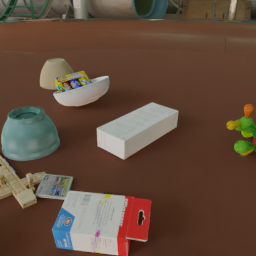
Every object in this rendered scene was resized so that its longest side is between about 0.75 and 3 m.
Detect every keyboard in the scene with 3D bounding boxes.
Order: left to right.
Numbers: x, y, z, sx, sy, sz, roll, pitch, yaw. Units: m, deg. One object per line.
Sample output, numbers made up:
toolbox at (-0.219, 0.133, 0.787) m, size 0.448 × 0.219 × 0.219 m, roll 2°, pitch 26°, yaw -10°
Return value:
keyboard at (-0.218, 1.848, 6.592) m, size 1.153 × 0.148 × 0.693 m, roll 13°, pitch 30°, yaw 26°

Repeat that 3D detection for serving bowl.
serving bowl at (-1.905, -1.493, 12.089) m, size 2.464 × 0.811 × 2.464 m, roll -15°, pitch 15°, yaw 4°

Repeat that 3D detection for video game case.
video game case at (-1.881, 1.505, 7.222) m, size 0.767 × 0.093 × 0.842 m, roll 7°, pitch 27°, yaw -2°

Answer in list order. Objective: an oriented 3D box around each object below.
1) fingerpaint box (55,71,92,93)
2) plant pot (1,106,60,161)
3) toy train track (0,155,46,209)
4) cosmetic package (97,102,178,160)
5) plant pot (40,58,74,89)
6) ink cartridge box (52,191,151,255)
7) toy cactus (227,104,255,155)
fingerpaint box at (-2.346, -1.864, 12.433) m, size 1.385 × 0.508 × 1.155 m, roll -20°, pitch 59°, yaw -25°
plant pot at (-3.162, 0.041, 8.960) m, size 1.819 × 1.219 × 1.819 m, roll 1°, pitch 27°, yaw 0°
toy train track at (-3.293, 1.145, 7.607) m, size 1.704 × 0.483 × 2.971 m, roll -21°, pitch 33°, yaw -36°
cosmetic package at (0.413, 0.004, 9.537) m, size 1.208 × 0.741 × 2.926 m, roll 21°, pitch 34°, yaw 37°
plant pot at (-3.731, -2.942, 14.771) m, size 1.898 × 1.274 × 1.898 m, roll 0°, pitch 27°, yaw 0°
ink cartridge box at (-0.471, 1.946, 5.763) m, size 1.824 × 0.613 × 1.060 m, roll 4°, pitch 34°, yaw 7°
toy cactus at (4.571, 0.190, 8.779) m, size 2.432 × 1.507 × 2.947 m, roll 32°, pitch 31°, yaw 32°
